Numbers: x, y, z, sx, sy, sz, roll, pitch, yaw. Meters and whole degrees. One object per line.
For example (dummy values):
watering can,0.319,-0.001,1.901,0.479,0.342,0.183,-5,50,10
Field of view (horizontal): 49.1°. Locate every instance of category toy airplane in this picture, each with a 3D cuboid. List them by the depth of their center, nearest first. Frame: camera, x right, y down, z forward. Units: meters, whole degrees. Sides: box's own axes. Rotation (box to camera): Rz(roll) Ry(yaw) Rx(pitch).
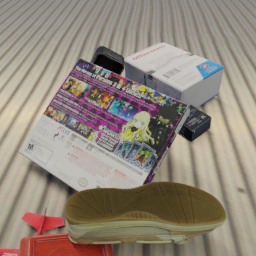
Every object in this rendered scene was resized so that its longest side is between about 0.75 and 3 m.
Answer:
toy airplane,-1.690,2.154,5.036,1.817,0.334,1.817,9,44,-9

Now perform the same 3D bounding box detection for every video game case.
video game case,-0.576,0.104,6.176,2.948,0.528,2.672,26,81,22

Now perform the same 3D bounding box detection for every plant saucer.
plant saucer,-0.951,2.379,4.587,1.631,0.299,1.628,2,37,-18

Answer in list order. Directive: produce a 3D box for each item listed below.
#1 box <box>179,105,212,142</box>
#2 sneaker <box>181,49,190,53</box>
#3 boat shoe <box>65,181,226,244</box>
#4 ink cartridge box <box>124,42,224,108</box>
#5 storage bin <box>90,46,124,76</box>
box,1.730,-0.143,7.644,0.745,0.445,0.758,-32,49,-22
sneaker,1.684,-2.767,10.713,1.488,0.598,0.643,2,40,-12
boat shoe,0.297,1.564,4.801,2.660,0.837,0.970,-2,33,-7
ink cartridge box,1.369,-1.625,8.860,1.855,1.088,2.534,-31,46,-27
storage bin,-0.780,-1.711,8.682,0.916,1.354,0.635,24,32,-18
